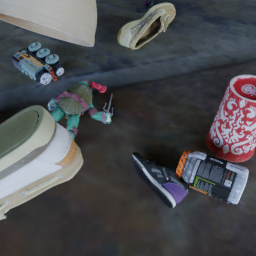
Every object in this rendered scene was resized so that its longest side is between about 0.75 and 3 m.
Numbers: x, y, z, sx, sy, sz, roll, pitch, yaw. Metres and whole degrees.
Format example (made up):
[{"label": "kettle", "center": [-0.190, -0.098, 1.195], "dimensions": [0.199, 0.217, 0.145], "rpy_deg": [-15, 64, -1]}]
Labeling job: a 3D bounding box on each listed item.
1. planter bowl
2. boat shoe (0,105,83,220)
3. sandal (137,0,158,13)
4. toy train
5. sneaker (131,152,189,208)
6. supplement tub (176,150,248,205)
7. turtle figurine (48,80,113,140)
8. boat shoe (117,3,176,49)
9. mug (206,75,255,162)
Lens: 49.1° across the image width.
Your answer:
[{"label": "planter bowl", "center": [-1.902, -3.275, 6.948], "dimensions": [2.619, 1.762, 2.619], "rpy_deg": [16, 8, -2]}, {"label": "boat shoe", "center": [-1.847, 0.783, 3.546], "dimensions": [2.744, 0.939, 1.026], "rpy_deg": [-26, 41, 16]}, {"label": "sandal", "center": [0.998, -5.978, 13.504], "dimensions": [0.591, 0.376, 1.572], "rpy_deg": [25, 50, 23]}, {"label": "toy train", "center": [-3.019, -2.136, 9.444], "dimensions": [1.945, 0.829, 1.108], "rpy_deg": [37, 68, 28]}, {"label": "sneaker", "center": [0.713, 1.046, 6.350], "dimensions": [0.665, 0.576, 1.520], "rpy_deg": [-34, 63, -19]}, {"label": "supplement tub", "center": [1.819, 1.035, 6.175], "dimensions": [1.400, 0.858, 0.858], "rpy_deg": [21, 49, 19]}, {"label": "turtle figurine", "center": [-1.476, -0.502, 7.540], "dimensions": [1.843, 1.240, 2.462], "rpy_deg": [18, 53, 17]}, {"label": "boat shoe", "center": [0.946, -3.966, 11.114], "dimensions": [2.987, 1.095, 0.936], "rpy_deg": [-39, 61, -20]}, {"label": "mug", "center": [2.719, -0.371, 6.851], "dimensions": [1.242, 1.862, 1.653], "rpy_deg": [8, 47, 8]}]
